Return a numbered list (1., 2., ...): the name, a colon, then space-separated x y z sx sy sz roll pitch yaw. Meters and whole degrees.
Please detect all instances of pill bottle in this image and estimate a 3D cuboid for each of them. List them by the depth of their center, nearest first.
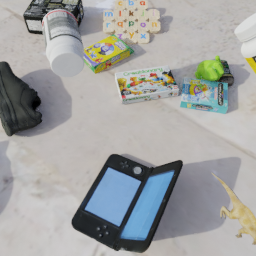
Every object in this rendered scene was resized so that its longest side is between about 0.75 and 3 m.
1. pill bottle: -1.537 -2.017 6.704 0.891 0.891 1.564 -12 57 -8
2. pill bottle: 3.686 -1.952 7.287 2.023 1.126 1.126 47 59 -16

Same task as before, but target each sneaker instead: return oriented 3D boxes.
1. sneaker: -3.577 -1.038 9.088 1.319 1.104 2.907 -14 62 -21

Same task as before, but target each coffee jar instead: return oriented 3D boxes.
1. coffee jar: 3.380 -1.927 9.941 0.539 0.441 1.033 -1 55 -7

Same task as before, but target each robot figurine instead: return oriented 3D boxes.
1. robot figurine: 2.821 -2.000 9.680 1.034 0.682 1.179 -41 17 3

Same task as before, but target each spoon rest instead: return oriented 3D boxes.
1. spoon rest: -0.171 -5.633 12.663 0.710 0.433 1.428 -9 44 -8

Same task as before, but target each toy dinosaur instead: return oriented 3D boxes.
1. toy dinosaur: 1.651 1.238 4.080 0.402 0.699 1.382 -24 73 -9

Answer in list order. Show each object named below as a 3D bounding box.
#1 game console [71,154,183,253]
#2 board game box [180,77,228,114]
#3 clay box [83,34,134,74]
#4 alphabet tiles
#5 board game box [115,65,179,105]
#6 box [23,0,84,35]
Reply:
1. game console: -0.058 1.613 6.862 2.068 1.368 2.351 22 57 15
2. board game box: 2.559 -1.111 9.425 1.492 0.350 1.126 9 55 6
3. clay box: -0.772 -2.879 10.587 1.839 0.438 1.056 -33 62 -17
4. alphabet tiles: 0.152 -4.433 11.660 2.358 0.172 2.306 -1 69 0
5. board game box: 0.628 -1.514 9.708 1.985 0.344 1.253 -10 54 -7
6. box: -3.035 -4.693 11.650 2.011 0.866 1.647 6 55 5
